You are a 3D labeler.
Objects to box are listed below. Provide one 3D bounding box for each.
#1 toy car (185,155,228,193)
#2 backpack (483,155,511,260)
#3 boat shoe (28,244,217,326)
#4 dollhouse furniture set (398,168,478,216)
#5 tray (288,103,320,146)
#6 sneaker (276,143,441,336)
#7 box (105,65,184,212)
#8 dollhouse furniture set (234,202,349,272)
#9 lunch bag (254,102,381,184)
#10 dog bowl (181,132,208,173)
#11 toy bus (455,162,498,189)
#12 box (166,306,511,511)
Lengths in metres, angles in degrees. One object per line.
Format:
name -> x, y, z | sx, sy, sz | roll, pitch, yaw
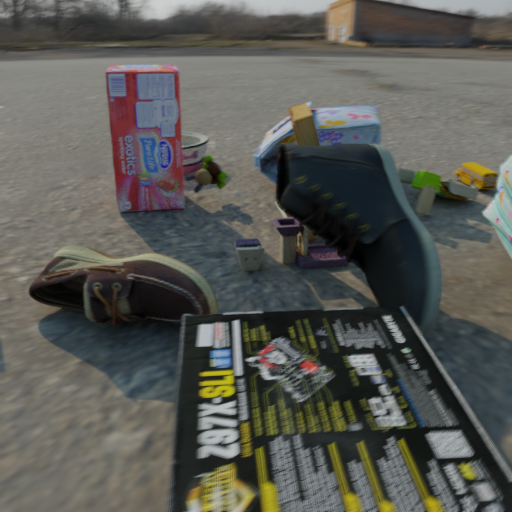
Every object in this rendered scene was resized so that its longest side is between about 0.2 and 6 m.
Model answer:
toy car -> -1.071, -1.601, 11.589 | 0.744, 0.587, 0.611 | -35, 77, -22
backpack -> 4.827, -0.721, 7.191 | 3.707, 2.811, 4.442 | 21, 27, -8
boat shoe -> -1.770, 0.521, 7.073 | 2.675, 0.965, 0.963 | 12, 39, 25
dollhouse furniture set -> 3.268, -1.214, 11.486 | 2.536, 0.979, 1.267 | 8, 9, -33
tray -> 0.933, -1.433, 9.120 | 0.352, 1.903, 0.939 | -15, 26, 5
sneaker -> 1.204, -0.279, 7.427 | 1.641, 1.155, 3.089 | 1, 50, -15
box -> -2.167, -2.356, 11.165 | 1.386, 2.700, 1.278 | -4, 24, -9
dollhouse furniture set -> 0.429, -0.963, 9.388 | 1.800, 1.612, 2.271 | -4, 24, -8
lunch bag -> 1.442, -2.581, 12.911 | 2.776, 1.765, 2.354 | -1, 24, 12
dog bowl -> -2.173, -2.609, 14.190 | 1.946, 0.718, 1.946 | 0, 25, 0
toy bus -> 4.972, -1.814, 12.713 | 0.381, 0.459, 1.171 | -4, 24, -9
box -> 0.539, 1.512, 4.923 | 2.483, 0.767, 3.109 | -4, 24, -4
